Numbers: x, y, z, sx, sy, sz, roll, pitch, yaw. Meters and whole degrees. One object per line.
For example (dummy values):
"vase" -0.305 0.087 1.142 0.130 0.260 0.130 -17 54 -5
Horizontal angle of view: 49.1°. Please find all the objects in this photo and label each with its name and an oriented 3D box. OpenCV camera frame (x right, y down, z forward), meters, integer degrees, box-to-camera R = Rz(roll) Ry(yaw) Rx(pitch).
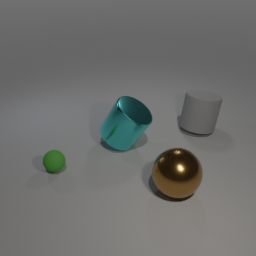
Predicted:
"ball" 1.376 1.253 7.854 1.400 1.400 1.400 0 29 0
"cylinder" -0.078 -0.164 9.864 1.400 1.400 1.400 23 37 -19
"cylinder" 2.850 -0.657 11.037 1.400 1.400 1.400 7 24 -3
"ball" -2.338 1.042 8.871 0.700 0.700 0.700 0 29 0
